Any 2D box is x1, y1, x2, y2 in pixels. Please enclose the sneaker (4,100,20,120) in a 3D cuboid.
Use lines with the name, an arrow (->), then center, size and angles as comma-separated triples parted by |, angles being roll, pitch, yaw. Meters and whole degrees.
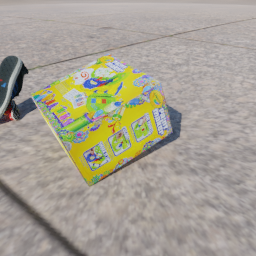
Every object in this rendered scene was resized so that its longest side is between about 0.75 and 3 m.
sneaker -> -3.822, -0.509, 9.125 | 0.462, 0.419, 1.087 | -25, 36, -9

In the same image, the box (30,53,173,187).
box -> -0.698, -0.382, 6.917 | 2.417, 1.531, 2.510 | -32, 39, -14

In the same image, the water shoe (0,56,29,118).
water shoe -> -3.825, -1.118, 8.972 | 0.851, 0.940, 2.382 | 14, 75, 17
